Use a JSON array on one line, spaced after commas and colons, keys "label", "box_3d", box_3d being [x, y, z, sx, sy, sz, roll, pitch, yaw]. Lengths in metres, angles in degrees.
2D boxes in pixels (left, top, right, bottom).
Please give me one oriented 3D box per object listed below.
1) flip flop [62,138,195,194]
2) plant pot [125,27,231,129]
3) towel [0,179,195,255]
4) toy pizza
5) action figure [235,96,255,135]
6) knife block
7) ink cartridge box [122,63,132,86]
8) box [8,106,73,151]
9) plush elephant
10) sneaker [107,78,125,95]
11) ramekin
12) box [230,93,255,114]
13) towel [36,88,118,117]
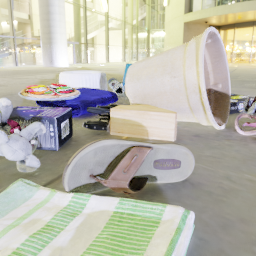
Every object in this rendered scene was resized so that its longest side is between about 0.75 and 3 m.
[{"label": "flip flop", "box_3d": [0.115, 0.691, 4.505, 2.279, 0.924, 0.656, 1, 20, -18]}, {"label": "plant pot", "box_3d": [1.526, -1.376, 8.916, 2.719, 2.970, 2.970, -3, 11, 32]}, {"label": "towel", "box_3d": [-0.795, 1.280, 3.181, 2.810, 0.329, 2.143, 6, 17, 20]}, {"label": "toy pizza", "box_3d": [-2.920, -1.410, 10.497, 2.242, 0.355, 2.242, 2, 17, -1]}, {"label": "action figure", "box_3d": [4.220, -0.037, 7.161, 2.449, 1.824, 1.640, 19, 52, 6]}, {"label": "knife block", "box_3d": [-0.068, -0.181, 7.648, 2.029, 0.739, 2.311, -6, 15, -25]}, {"label": "ink cartridge box", "box_3d": [1.522, -2.515, 14.616, 2.150, 1.252, 2.974, 7, 6, -44]}, {"label": "box", "box_3d": [-2.326, -0.029, 7.058, 1.584, 0.826, 1.172, 2, 16, 6]}, {"label": "plush elephant", "box_3d": [-2.163, 0.214, 5.440, 1.139, 1.211, 1.471, 3, 52, 42]}, {"label": "sneaker", "box_3d": [-0.462, -2.073, 15.176, 0.672, 0.803, 1.815, -38, -18, 16]}, {"label": "ramekin", "box_3d": [-2.292, -2.235, 14.378, 2.627, 1.281, 2.627, 0, 15, 0]}, {"label": "box", "box_3d": [4.161, -1.026, 11.449, 2.074, 0.459, 1.662, -9, 17, -29]}, {"label": "towel", "box_3d": [-1.902, -1.017, 11.169, 2.117, 0.710, 2.867, 11, 20, 24]}]
